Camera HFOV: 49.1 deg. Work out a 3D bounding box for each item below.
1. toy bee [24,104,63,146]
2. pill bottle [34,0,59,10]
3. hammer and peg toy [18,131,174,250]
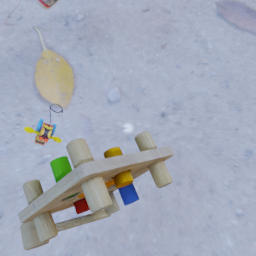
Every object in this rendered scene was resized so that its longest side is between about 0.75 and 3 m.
[{"bbox_3d":[-1.915,0.091,6.286,0.830,1.267,0.689,8,51,-4],"label":"toy bee"},{"bbox_3d":[-2.173,-4.527,8.532,1.676,1.002,1.002,-30,62,19],"label":"pill bottle"},{"bbox_3d":[-0.699,1.063,4.705,2.008,2.730,0.962,-6,64,-48],"label":"hammer and peg toy"}]
